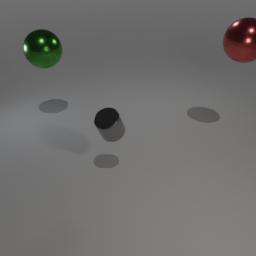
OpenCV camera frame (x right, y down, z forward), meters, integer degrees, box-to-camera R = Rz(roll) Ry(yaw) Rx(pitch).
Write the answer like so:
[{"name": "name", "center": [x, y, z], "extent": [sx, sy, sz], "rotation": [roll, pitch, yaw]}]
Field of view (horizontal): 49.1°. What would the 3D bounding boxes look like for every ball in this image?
[{"name": "ball", "center": [3.789, -2.810, 9.023], "extent": [1.400, 1.400, 1.400], "rotation": [0, 30, 0]}, {"name": "ball", "center": [-3.137, -2.909, 10.339], "extent": [1.400, 1.400, 1.400], "rotation": [0, 30, 0]}]

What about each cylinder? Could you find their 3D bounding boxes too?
[{"name": "cylinder", "center": [-0.488, -0.080, 7.583], "extent": [0.700, 0.700, 0.700], "rotation": [-7, 56, 11]}]
